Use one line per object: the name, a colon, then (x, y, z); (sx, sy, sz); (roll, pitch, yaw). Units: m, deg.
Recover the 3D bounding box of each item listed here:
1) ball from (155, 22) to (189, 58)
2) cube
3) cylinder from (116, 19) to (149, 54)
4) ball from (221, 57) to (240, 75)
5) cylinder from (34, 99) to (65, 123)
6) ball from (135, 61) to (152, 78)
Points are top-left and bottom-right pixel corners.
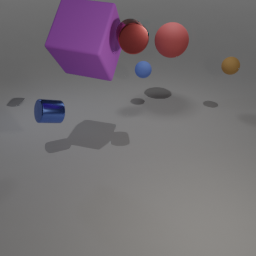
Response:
ball: (1.804, -3.622, 11.578); (1.400, 1.400, 1.400); (0, 29, 0)
cube: (-1.017, -2.215, 7.140); (1.400, 1.400, 1.400); (12, -14, 12)
cylinder: (0.089, -2.165, 6.602); (0.700, 0.700, 0.700); (-3, 29, -6)
ball: (4.063, -2.464, 11.088); (0.700, 0.700, 0.700); (0, 29, 0)
cylinder: (-2.334, -0.493, 8.325); (0.700, 0.700, 0.700); (0, 24, -38)
ball: (0.632, -2.424, 11.646); (0.700, 0.700, 0.700); (0, 29, 0)
